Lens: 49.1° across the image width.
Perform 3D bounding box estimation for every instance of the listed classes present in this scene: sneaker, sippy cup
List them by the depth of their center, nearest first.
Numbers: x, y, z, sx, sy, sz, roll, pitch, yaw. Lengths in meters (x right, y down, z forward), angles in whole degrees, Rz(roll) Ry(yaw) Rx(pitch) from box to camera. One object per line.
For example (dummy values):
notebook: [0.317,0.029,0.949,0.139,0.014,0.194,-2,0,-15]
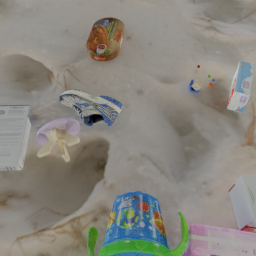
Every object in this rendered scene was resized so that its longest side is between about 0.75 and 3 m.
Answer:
sippy cup: [0.218,2.902,7.862,2.565,2.014,1.880,10,44,-8]
sneaker: [-1.602,-0.728,10.748,2.689,1.036,1.146,12,76,23]

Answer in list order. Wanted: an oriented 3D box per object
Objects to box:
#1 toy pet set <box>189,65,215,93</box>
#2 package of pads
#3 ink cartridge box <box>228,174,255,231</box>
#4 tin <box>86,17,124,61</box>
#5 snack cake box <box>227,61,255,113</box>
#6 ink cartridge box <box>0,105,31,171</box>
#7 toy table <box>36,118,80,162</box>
toy pet set: [3.032,-1.954,11.959,1.056,0.561,0.986,39,59,-14]
package of pads: [2.672,3.333,7.793,2.203,1.327,0.833,7,56,5]
ink cartridge box: [4.327,2.236,8.510,1.883,1.368,1.362,-3,56,-2]
tin: [-1.038,-4.286,13.481,1.565,0.585,2.795,6,56,9]
snack cake box: [4.590,-1.695,11.376,0.620,1.062,1.846,16,57,11]
ink cartridge box: [-5.007,0.335,10.311,2.581,0.569,2.629,-1,54,-1]
toy table: [-2.434,0.394,9.818,1.621,1.491,0.950,-30,42,9]
